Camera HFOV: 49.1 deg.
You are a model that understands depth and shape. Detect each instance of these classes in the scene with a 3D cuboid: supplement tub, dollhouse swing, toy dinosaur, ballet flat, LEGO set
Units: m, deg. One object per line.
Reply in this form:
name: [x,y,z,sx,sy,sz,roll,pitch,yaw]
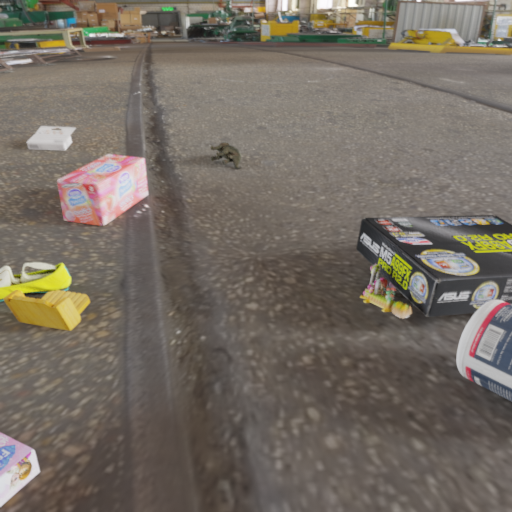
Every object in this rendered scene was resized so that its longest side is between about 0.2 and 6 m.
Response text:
supplement tub: [3.704,1.416,7.417,1.214,1.214,1.730,-22,34,-37]
dollhouse swing: [-3.406,0.699,9.334,0.985,0.895,0.866,7,49,15]
toy dinosaur: [-0.849,-3.113,17.007,0.856,0.644,1.673,-25,33,-29]
ballet flat: [-4.252,0.432,10.055,1.742,0.584,0.582,-8,28,-15]
LEGO set: [2.171,0.532,9.437,0.709,0.574,1.541,10,12,1]

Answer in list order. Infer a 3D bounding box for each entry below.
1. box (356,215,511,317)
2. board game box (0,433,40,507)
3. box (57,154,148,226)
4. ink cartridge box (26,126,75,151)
box: [3.843,0.058,10.277,3.195,0.707,2.559,-2,27,-18]
board game box: [-3.800,2.532,6.113,1.917,0.395,1.922,13,30,24]
box: [-3.659,-1.651,13.649,1.130,1.043,2.203,9,28,17]
ink cartridge box: [-6.811,-3.935,18.752,1.293,0.289,1.139,4,40,7]
